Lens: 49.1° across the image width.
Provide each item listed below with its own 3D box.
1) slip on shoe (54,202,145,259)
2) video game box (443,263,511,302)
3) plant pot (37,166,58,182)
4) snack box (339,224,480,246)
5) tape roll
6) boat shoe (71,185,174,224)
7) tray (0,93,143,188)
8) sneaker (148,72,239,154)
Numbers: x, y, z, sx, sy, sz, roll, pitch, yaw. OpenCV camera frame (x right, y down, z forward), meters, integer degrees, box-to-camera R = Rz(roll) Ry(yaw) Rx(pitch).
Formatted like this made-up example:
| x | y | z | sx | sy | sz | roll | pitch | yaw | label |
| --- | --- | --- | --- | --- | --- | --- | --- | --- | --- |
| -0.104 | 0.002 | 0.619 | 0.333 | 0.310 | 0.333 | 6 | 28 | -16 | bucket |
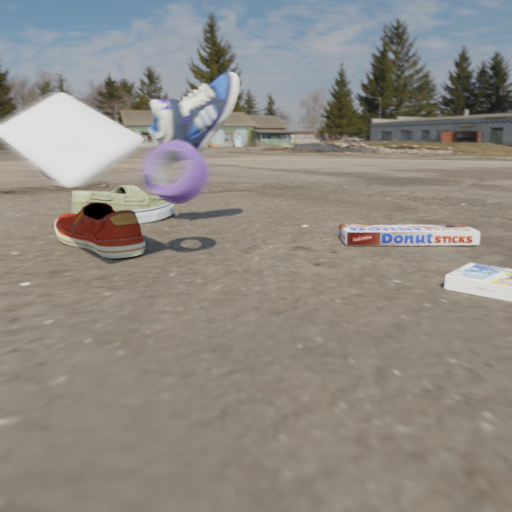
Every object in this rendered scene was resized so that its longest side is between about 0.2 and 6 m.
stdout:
| x | y | z | sx | sy | sz | roll | pitch | yaw | label |
| --- | --- | --- | --- | --- | --- | --- | --- | --- | --- |
| -3.497 | -0.699 | 12.353 | 1.250 | 1.032 | 3.374 | -12 | 16 | -36 | slip on shoe |
| 3.858 | 0.418 | 9.107 | 1.222 | 0.286 | 1.113 | 10 | 19 | 39 | video game box |
| -3.734 | -1.803 | 10.572 | 0.793 | 0.793 | 0.722 | -1 | 16 | -7 | plant pot |
| 3.457 | -0.486 | 12.868 | 2.976 | 0.362 | 1.070 | 0 | 13 | 0 | snack box |
| -1.478 | -1.527 | 10.246 | 1.074 | 1.074 | 0.456 | 6 | -13 | 24 | tape roll |
| -3.574 | -1.429 | 15.489 | 1.209 | 1.041 | 3.357 | 9 | 16 | 35 | boat shoe |
| -3.224 | -1.969 | 9.556 | 1.475 | 0.305 | 2.747 | -41 | 52 | -22 | tray |
| -1.558 | -3.454 | 12.921 | 1.631 | 2.228 | 0.898 | 14 | 33 | -39 | sneaker |
